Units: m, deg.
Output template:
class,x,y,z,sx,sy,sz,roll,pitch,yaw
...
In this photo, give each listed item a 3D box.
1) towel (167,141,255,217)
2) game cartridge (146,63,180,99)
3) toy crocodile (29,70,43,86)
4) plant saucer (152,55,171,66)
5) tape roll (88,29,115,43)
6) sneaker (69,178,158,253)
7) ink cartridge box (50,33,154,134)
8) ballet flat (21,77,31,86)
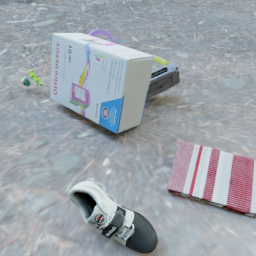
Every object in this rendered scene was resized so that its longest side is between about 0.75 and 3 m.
class,x,y,z,sx,sy,sz,roll,pitch,yaw
towel,2.071,1.131,6.585,2.059,0.234,1.483,14,52,14
game cartridge,0.865,-1.429,9.089,1.670,1.112,0.341,-23,64,4
toy crocodile,-3.149,-1.703,9.605,0.240,0.263,0.778,-46,63,-4
plant saucer,1.233,-2.468,10.305,0.780,0.187,0.781,32,18,22
tape roll,-1.028,-3.063,10.257,1.054,1.054,0.346,-12,19,-15
sneaker,-0.353,1.740,5.265,1.943,0.720,0.860,33,10,17
ink cartridge box,-0.922,-1.436,8.288,2.944,2.128,1.246,27,31,31
ballet flat,-3.571,-1.591,9.673,0.253,0.273,0.810,16,-6,-7
